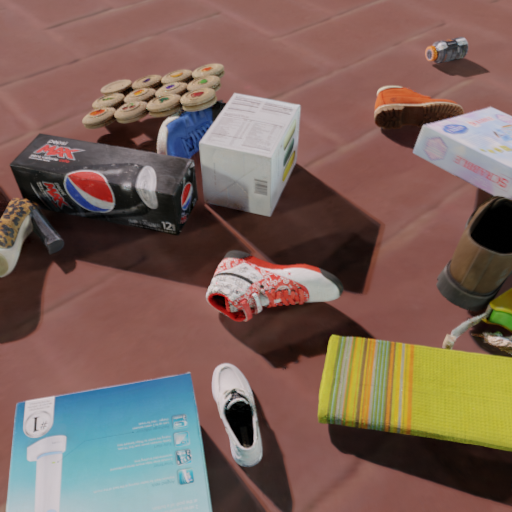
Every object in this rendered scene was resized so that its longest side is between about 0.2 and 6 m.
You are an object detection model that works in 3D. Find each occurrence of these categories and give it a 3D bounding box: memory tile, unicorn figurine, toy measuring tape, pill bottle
[{"bbox_3d":[-2.213,-3.563,12.316,2.997,0.252,2.297,-7,37,12],"label":"memory tile"},{"bbox_3d":[3.853,1.362,8.003,0.863,0.464,1.256,-19,52,-8],"label":"unicorn figurine"},{"bbox_3d":[3.700,0.994,8.211,2.089,0.768,0.768,-26,51,-24],"label":"toy measuring tape"},{"bbox_3d":[4.869,-5.265,14.379,1.011,0.537,0.537,-16,48,-15],"label":"pill bottle"}]

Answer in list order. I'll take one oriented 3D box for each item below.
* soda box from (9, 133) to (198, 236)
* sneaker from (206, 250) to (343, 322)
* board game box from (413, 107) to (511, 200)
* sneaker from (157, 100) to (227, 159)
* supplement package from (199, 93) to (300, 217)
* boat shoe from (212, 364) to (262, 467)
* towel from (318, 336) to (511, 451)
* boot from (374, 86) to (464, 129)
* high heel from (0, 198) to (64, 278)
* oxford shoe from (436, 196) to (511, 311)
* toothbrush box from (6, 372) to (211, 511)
[{"bbox_3d":[-2.733,-1.328,10.247,3.155,0.999,1.117,11,47,11],"label":"soda box"},{"bbox_3d":[0.236,0.619,8.608,2.021,0.675,1.083,14,49,18],"label":"sneaker"},{"bbox_3d":[4.908,-1.755,10.346,2.937,0.604,2.930,-22,49,-41],"label":"board game box"},{"bbox_3d":[-1.115,-2.524,11.491,1.254,0.865,2.254,4,39,16],"label":"sneaker"},{"bbox_3d":[-0.076,-1.934,10.565,1.357,1.367,1.801,14,47,13],"label":"supplement package"},{"bbox_3d":[-0.269,1.991,7.388,0.537,0.491,1.493,-8,46,-7],"label":"boat shoe"},{"bbox_3d":[2.484,1.850,7.426,3.237,0.292,1.393,6,45,13],"label":"towel"},{"bbox_3d":[3.561,-3.345,12.325,1.900,0.713,1.019,4,54,5],"label":"boot"},{"bbox_3d":[-4.488,-0.338,9.433,2.025,0.723,1.444,-21,53,-38],"label":"high heel"},{"bbox_3d":[4.019,-0.432,9.049,1.149,1.335,3.162,28,42,16],"label":"oxford shoe"},{"bbox_3d":[-1.484,2.896,6.012,2.058,1.199,2.811,-9,47,-9],"label":"toothbrush box"}]
